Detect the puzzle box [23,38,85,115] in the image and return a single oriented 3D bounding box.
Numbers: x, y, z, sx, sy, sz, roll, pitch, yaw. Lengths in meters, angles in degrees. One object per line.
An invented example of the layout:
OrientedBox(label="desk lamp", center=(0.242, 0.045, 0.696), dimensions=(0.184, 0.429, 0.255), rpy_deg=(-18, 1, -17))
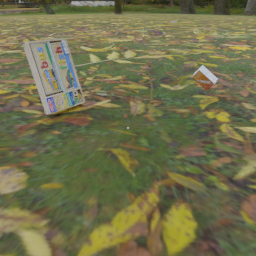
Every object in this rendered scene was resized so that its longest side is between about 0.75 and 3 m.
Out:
OrientedBox(label="puzzle box", center=(-2.330, -1.708, 9.074), dimensions=(0.288, 2.268, 1.509), rpy_deg=(-6, 14, 43))

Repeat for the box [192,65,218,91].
OrientedBox(label="box", center=(2.842, -1.852, 10.381), dimensions=(0.774, 0.481, 0.377), rpy_deg=(42, 54, 0))
